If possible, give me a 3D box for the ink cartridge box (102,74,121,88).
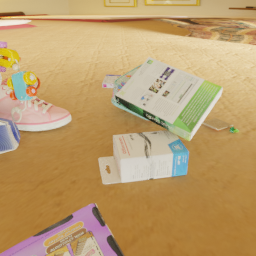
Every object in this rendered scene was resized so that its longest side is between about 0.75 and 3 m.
[{"bbox_3d":[-0.756,-2.253,13.423,0.788,0.277,1.321,2,30,4],"label":"ink cartridge box"}]

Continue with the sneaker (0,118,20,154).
[{"bbox_3d":[-4.639,-0.107,8.248,2.927,1.183,1.690,-2,29,0],"label":"sneaker"}]

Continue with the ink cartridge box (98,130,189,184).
[{"bbox_3d":[0.325,0.699,7.190,2.127,0.709,1.232,-5,28,-10],"label":"ink cartridge box"}]

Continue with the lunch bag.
[{"bbox_3d":[0.827,-1.462,10.662,2.312,1.111,2.883,22,35,22],"label":"lunch bag"}]

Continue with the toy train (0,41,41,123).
[{"bbox_3d":[-3.749,-1.533,8.856,2.643,1.985,0.735,45,28,14],"label":"toy train"}]

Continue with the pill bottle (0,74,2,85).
[{"bbox_3d":[-4.419,-1.159,7.453,1.186,1.186,2.129,6,23,12],"label":"pill bottle"}]

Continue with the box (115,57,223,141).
[{"bbox_3d":[1.105,-0.896,7.785,2.424,0.440,1.749,29,67,25],"label":"box"}]

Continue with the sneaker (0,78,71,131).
[{"bbox_3d":[-3.407,-0.813,9.183,2.999,1.567,1.129,2,23,4],"label":"sneaker"}]

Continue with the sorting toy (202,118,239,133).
[{"bbox_3d":[3.055,-0.049,9.243,0.825,0.164,1.117,-10,25,-29],"label":"sorting toy"}]

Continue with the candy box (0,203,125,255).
[{"bbox_3d":[-0.757,2.494,2.813,2.381,1.015,2.839,-26,34,-16],"label":"candy box"}]
